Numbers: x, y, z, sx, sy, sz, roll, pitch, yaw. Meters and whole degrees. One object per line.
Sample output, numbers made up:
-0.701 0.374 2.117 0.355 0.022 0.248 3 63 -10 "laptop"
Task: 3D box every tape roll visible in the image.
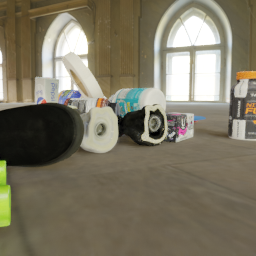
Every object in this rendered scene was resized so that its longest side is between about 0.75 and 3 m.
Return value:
-2.027 -2.138 12.678 0.507 2.773 2.773 -36 16 -12 "tape roll"

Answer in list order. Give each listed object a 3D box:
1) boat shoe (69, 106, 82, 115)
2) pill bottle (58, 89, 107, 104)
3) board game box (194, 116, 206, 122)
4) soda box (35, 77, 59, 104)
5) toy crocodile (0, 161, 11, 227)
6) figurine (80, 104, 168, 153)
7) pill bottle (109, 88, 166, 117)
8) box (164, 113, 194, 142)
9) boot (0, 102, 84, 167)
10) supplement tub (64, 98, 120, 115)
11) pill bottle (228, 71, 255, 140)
-2.122 -0.117 8.288 0.749 0.887 2.488 36 28 18 "boat shoe"
-2.408 -1.254 14.890 2.709 1.518 1.518 8 10 33 "pill bottle"
2.919 -0.326 12.849 1.287 0.251 1.017 -8 14 -20 "board game box"
-2.582 -0.764 8.862 0.521 1.643 0.561 17 16 36 "soda box"
-1.510 0.742 2.766 0.638 0.583 1.889 -2 12 -24 "toy crocodile"
-0.631 0.033 7.379 2.435 1.048 2.376 -5 1 -34 "figurine"
0.324 -1.176 14.055 2.921 1.618 1.618 6 9 44 "pill bottle"
1.321 -0.065 8.266 0.885 0.769 1.340 4 8 33 "box"
-2.342 0.219 4.183 2.915 1.097 2.179 -9 -3 14 "boot"
-1.482 -0.658 11.615 2.217 1.185 1.185 1 7 10 "supplement tub"
3.538 -0.670 8.266 1.045 1.968 1.045 0 7 0 "pill bottle"
